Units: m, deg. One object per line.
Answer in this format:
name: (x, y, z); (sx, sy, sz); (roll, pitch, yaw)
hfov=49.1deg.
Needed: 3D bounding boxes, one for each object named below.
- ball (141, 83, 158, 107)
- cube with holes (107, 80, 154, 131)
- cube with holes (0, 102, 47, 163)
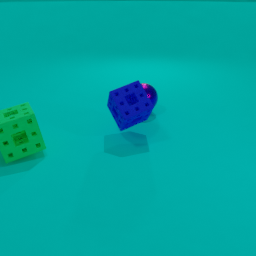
ball: (0.508, -0.986, 9.085); (0.931, 0.931, 0.931); (0, 27, 0)
cube with holes: (0.037, -0.581, 7.508); (0.862, 0.862, 0.862); (-24, 75, -16)
cube with holes: (-2.703, 0.078, 6.853); (0.970, 0.970, 0.970); (-21, 29, -20)
